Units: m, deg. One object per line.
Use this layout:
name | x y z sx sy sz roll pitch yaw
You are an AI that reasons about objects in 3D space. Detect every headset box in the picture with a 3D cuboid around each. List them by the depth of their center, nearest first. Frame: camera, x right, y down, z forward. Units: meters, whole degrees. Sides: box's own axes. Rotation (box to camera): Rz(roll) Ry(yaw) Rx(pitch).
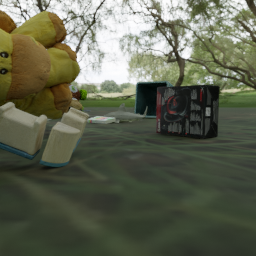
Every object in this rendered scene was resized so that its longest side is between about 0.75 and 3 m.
headset box | 1.052 -0.328 5.348 0.473 0.938 1.261 -3 5 -41

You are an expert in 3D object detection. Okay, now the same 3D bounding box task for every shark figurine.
shark figurine | -0.011 -0.499 9.225 1.561 0.651 0.932 -3 7 -12

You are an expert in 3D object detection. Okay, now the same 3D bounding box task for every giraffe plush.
giraffe plush | -1.956 -0.987 4.318 2.579 2.225 2.091 -21 8 -15

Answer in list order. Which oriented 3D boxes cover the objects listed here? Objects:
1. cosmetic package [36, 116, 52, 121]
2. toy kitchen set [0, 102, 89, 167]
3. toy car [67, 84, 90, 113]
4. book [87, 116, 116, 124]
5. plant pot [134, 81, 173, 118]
cosmetic package | -2.594 -0.615 7.282 1.044 0.862 0.861 11 23 32
toy kitchen set | -1.144 0.043 2.985 1.207 0.711 0.967 22 15 -6
toy car | -2.413 -1.069 12.196 1.540 1.479 1.875 9 11 -31
book | -0.841 -0.233 8.853 0.756 0.182 0.505 4 12 34
plant pot | 1.339 -1.155 12.239 1.515 1.520 1.548 3 0 31
